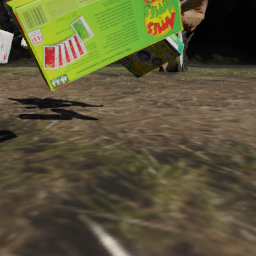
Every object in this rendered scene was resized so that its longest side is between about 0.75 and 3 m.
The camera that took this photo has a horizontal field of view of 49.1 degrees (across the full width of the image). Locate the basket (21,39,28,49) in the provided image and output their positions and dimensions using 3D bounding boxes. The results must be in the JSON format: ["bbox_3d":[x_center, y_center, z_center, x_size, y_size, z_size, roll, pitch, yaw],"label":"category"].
[{"bbox_3d":[-2.023,-2.571,7.468,0.952,1.405,0.867,19,-4,32],"label":"basket"}]

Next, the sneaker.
[{"bbox_3d":[1.261,-2.130,7.446,0.585,1.476,0.546,-6,-25,28],"label":"sneaker"}]

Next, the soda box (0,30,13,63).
[{"bbox_3d":[-3.486,-1.939,5.595,2.067,0.658,0.704,17,13,-7],"label":"soda box"}]

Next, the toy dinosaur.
[{"bbox_3d":[1.549,-3.126,8.335,2.021,1.280,2.981,23,-33,-33],"label":"toy dinosaur"}]

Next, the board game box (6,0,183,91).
[{"bbox_3d":[-0.360,-1.642,4.171,2.364,1.201,0.563,-28,39,-14],"label":"board game box"}]

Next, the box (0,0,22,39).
[{"bbox_3d":[-2.672,-2.845,6.651,1.502,1.211,0.369,2,28,44],"label":"box"}]

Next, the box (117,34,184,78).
[{"bbox_3d":[0.386,-1.938,7.163,1.048,0.432,1.787,35,-34,-30],"label":"box"}]
